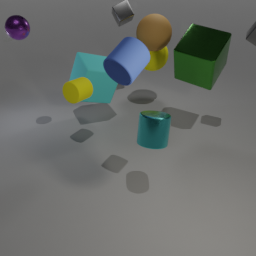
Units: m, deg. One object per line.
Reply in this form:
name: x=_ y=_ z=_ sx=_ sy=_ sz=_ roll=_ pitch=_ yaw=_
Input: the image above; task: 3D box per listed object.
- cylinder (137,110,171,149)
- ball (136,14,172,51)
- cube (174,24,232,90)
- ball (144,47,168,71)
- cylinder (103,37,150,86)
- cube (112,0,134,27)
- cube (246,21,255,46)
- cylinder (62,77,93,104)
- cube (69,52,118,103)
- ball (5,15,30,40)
cylinder: x=0.569 y=0.028 z=6.189 sx=0.700 sy=0.700 sz=0.700 roll=4 pitch=16 yaw=-1
ball: x=1.027 y=-3.749 z=11.037 sx=1.400 sy=1.400 sz=1.400 roll=0 pitch=29 yaw=0
cube: x=2.492 y=-2.410 z=9.518 sx=1.400 sy=1.400 sz=1.400 roll=24 pitch=66 yaw=23
ball: x=1.095 y=-3.246 z=12.461 sx=1.400 sy=1.400 sz=1.400 roll=0 pitch=29 yaw=0
cylinder: x=-0.024 y=-1.335 z=5.625 sx=0.700 sy=0.700 sz=0.700 roll=21 pitch=63 yaw=33
cube: x=-0.228 y=-4.909 z=12.019 sx=0.700 sy=0.700 sz=0.700 roll=-28 pitch=5 yaw=-4
cube: x=4.043 y=-2.847 z=8.353 sx=0.700 sy=0.700 sz=0.700 roll=33 pitch=41 yaw=0
cylinder: x=-1.581 y=-1.196 z=8.849 sx=0.700 sy=0.700 sz=0.700 roll=16 pitch=29 yaw=26
cube: x=-1.333 y=-1.949 z=10.997 sx=1.400 sy=1.400 sz=1.400 roll=1 pitch=39 yaw=-32
ball: x=-3.259 y=-2.961 z=8.272 sx=0.700 sy=0.700 sz=0.700 roll=0 pitch=29 yaw=0
